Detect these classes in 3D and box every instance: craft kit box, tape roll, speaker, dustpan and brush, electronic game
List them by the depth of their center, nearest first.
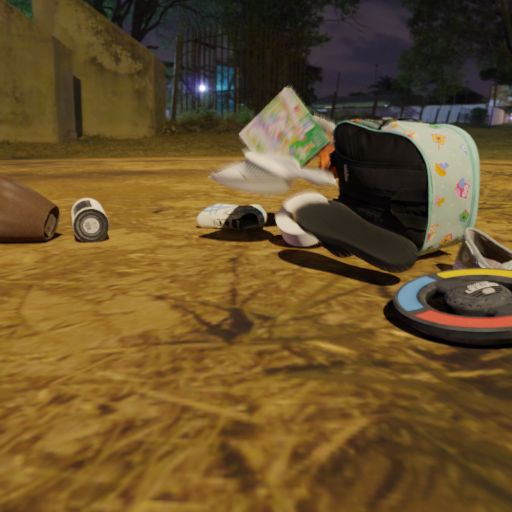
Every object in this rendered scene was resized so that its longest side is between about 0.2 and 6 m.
[{"bbox_3d":[3.026,0.601,7.635,2.273,0.473,2.273,-7,16,2],"label":"electronic game"},{"bbox_3d":[0.498,-1.742,11.815,2.575,0.737,1.797,27,37,26],"label":"dustpan and brush"},{"bbox_3d":[1.097,-0.819,12.567,1.274,0.446,1.274,-15,44,15],"label":"tape roll"},{"bbox_3d":[0.672,-2.838,13.496,1.670,1.691,0.410,-41,-9,32],"label":"craft kit box"},{"bbox_3d":[-4.144,-0.907,13.907,0.837,0.837,2.062,-4,14,-18],"label":"speaker"}]

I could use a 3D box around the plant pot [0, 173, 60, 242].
[{"bbox_3d":[-5.645,-0.994,13.066,1.839,1.719,1.719,16,14,0],"label":"plant pot"}]

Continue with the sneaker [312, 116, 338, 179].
[{"bbox_3d":[1.560,-2.673,13.920,2.399,1.344,0.930,25,13,9],"label":"sneaker"}]

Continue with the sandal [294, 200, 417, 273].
[{"bbox_3d":[1.649,-0.276,10.114,1.005,0.640,2.675,-27,42,-27],"label":"sandal"}]

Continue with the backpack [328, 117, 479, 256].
[{"bbox_3d":[3.295,-1.508,12.010,2.514,2.883,3.280,-8,19,-16],"label":"backpack"}]

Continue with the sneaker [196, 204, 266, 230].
[{"bbox_3d":[-0.670,-0.974,14.672,1.876,0.674,0.680,-4,33,8],"label":"sneaker"}]

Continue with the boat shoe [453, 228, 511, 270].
[{"bbox_3d":[4.032,0.193,9.125,0.908,0.790,2.463,-2,17,-7],"label":"boat shoe"}]
